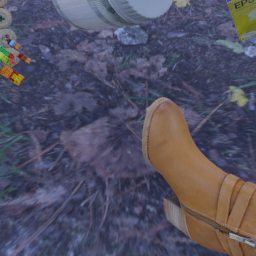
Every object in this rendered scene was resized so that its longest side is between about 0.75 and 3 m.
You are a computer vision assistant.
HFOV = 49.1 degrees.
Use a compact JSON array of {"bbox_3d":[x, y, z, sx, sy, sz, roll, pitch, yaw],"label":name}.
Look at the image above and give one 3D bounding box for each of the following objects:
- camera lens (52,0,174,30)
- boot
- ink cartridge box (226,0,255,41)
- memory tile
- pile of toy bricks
[{"bbox_3d":[-0.441,-3.401,6.459,2.602,2.082,2.082,16,48,45],"label":"camera lens"},{"bbox_3d":[1.132,0.678,3.723,0.829,2.249,1.740,-29,23,-29],"label":"boot"},{"bbox_3d":[3.313,-3.103,6.338,1.999,2.023,0.475,-18,61,27],"label":"ink cartridge box"},{"bbox_3d":[-3.075,-2.081,5.937,1.287,1.679,0.141,-9,32,-14],"label":"memory tile"},{"bbox_3d":[-2.157,-1.214,4.771,0.652,1.321,0.733,30,85,39],"label":"pile of toy bricks"}]
